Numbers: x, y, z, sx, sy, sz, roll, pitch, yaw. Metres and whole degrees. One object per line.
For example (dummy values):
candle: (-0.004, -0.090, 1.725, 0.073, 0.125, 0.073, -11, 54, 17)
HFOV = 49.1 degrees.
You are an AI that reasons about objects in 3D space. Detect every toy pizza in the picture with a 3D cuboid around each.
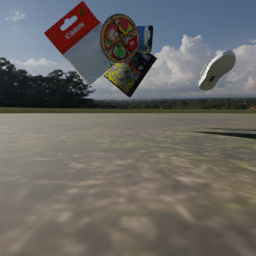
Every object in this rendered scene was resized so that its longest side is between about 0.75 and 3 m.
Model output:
toy pizza: (-0.167, -2.192, 6.911, 1.188, 1.188, 0.188, -3, 17, -37)

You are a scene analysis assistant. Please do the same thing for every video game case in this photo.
video game case: (0.025, -2.565, 11.919, 0.270, 1.912, 2.116, 25, 14, -46)

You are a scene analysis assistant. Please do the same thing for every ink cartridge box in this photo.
ink cartridge box: (-1.583, -3.287, 10.812, 2.060, 2.573, 0.608, -43, 18, -8)

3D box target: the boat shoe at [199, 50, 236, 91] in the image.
boat shoe: (3.399, -2.371, 10.892, 0.853, 0.806, 2.379, 6, -23, -3)

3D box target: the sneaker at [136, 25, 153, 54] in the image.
sneaker: (0.194, -2.958, 9.404, 0.920, 0.905, 2.389, 1, 10, -17)
